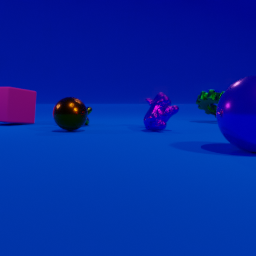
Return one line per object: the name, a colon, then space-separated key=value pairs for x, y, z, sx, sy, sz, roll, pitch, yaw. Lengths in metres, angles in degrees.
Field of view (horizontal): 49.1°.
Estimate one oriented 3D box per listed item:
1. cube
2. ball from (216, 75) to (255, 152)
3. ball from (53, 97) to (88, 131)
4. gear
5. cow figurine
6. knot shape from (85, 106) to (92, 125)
cube: x=-3.793 y=-0.722 z=9.117 sx=1.081 sy=1.081 sz=1.081 roll=4 pitch=1 yaw=30
ball: x=1.884 y=-0.204 z=4.109 sx=1.124 sy=1.124 sz=1.124 roll=0 pitch=5 yaw=0
ball: x=-1.433 y=-0.351 z=6.972 sx=0.848 sy=0.848 sz=0.848 roll=0 pitch=5 yaw=0
gear: x=3.296 y=-0.789 z=9.968 sx=1.695 sy=0.314 sz=1.695 roll=21 pitch=-13 yaw=5
cow figurine: x=0.763 y=-0.415 z=7.331 sx=0.694 sy=1.264 sz=1.244 roll=42 pitch=-22 yaw=-13
knot shape: x=-1.693 y=-0.468 z=8.639 sx=1.109 sy=0.548 sz=1.185 roll=12 pitch=-5 yaw=-9
